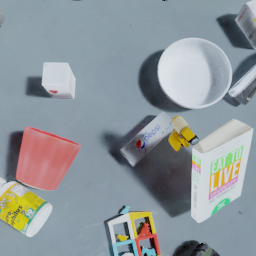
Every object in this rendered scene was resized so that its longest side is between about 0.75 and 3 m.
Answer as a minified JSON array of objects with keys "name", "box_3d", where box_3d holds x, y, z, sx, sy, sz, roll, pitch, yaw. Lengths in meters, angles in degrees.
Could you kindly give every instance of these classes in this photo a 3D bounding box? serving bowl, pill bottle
[{"name":"serving bowl","box_3d":[2.392,-1.939,10.451,2.686,0.884,2.686,0,79,0]},{"name":"pill bottle","box_3d":[-3.702,2.524,9.247,2.116,1.193,1.193,31,79,7]}]

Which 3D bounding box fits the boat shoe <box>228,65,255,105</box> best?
[{"name":"boat shoe","box_3d":[5.097,-1.978,10.447,2.888,1.010,0.957,-42,86,-7]}]

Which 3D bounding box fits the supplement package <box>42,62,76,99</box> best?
[{"name":"supplement package","box_3d":[-2.468,-1.679,10.131,0.856,1.413,0.846,1,77,1]}]

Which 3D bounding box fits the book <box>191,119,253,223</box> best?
[{"name":"book","box_3d":[2.730,1.386,8.530,1.910,2.859,0.687,-26,38,-23]}]

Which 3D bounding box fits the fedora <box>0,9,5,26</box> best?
[{"name":"fedora","box_3d":[-5.576,-4.358,10.814,2.116,1.871,0.955,20,48,14]}]

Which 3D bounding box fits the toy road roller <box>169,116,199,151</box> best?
[{"name":"toy road roller","box_3d":[1.442,0.212,7.786,0.724,0.992,0.610,-39,47,8]}]

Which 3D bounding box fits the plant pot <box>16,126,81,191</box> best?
[{"name":"plant pot","box_3d":[-2.771,1.046,9.377,1.934,1.934,1.711,20,87,5]}]

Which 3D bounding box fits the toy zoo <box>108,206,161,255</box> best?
[{"name":"toy zoo","box_3d":[0.232,3.799,9.435,1.529,0.239,2.331,-12,77,-3]}]

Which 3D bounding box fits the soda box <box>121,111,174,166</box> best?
[{"name":"soda box","box_3d":[0.719,0.386,10.024,2.110,0.669,0.720,-43,80,-9]}]

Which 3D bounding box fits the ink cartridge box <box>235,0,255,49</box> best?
[{"name":"ink cartridge box","box_3d":[4.983,-4.029,10.849,0.632,1.089,1.504,-25,78,-7]}]

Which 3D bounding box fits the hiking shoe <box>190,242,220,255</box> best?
[{"name":"hiking shoe","box_3d":[2.250,5.031,8.765,1.295,0.974,2.572,31,78,10]}]
